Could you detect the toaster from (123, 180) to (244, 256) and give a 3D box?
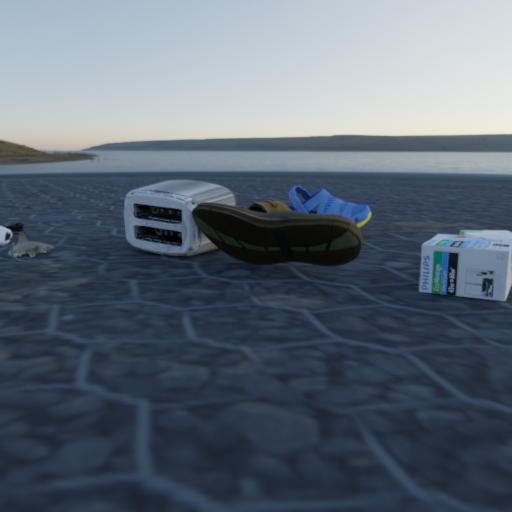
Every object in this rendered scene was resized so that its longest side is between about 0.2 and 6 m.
[{"bbox_3d":[-1.492,-0.745,11.290,2.435,1.383,1.573,11,19,27],"label":"toaster"}]

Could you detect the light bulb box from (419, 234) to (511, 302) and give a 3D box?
[{"bbox_3d":[3.134,0.137,8.283,1.181,0.737,1.171,6,12,28],"label":"light bulb box"}]

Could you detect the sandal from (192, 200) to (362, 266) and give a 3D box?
[{"bbox_3d":[0.361,-0.531,9.705,3.110,1.271,0.849,2,45,27],"label":"sandal"}]

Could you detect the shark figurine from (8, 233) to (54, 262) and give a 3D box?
[{"bbox_3d":[-4.528,-0.198,10.777,0.690,0.482,1.155,1,9,13],"label":"shark figurine"}]

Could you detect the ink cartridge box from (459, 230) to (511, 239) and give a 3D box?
[{"bbox_3d":[4.276,-0.085,9.946,0.928,0.533,1.584,1,11,5],"label":"ink cartridge box"}]

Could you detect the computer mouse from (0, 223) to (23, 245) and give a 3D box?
[{"bbox_3d":[-5.845,-0.536,12.707,0.928,0.371,1.693,-2,11,-18],"label":"computer mouse"}]

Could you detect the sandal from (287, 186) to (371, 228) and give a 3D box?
[{"bbox_3d":[1.677,-1.198,14.057,2.365,1.030,0.940,4,26,16],"label":"sandal"}]
